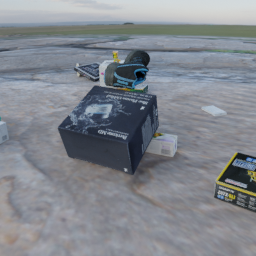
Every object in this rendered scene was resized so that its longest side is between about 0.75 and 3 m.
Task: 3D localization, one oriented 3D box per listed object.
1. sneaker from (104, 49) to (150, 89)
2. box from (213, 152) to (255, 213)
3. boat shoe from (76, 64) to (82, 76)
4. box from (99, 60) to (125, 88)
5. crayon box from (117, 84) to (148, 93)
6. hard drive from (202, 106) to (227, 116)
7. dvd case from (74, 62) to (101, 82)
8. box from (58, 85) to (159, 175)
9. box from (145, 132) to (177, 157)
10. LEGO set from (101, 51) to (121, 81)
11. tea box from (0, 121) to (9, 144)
[{"bbox_3d":[0.255,-1.923,9.579,1.098,0.981,2.680,20,38,19],"label":"sneaker"},{"bbox_3d":[3.569,1.471,7.001,2.290,0.565,1.829,16,27,32],"label":"box"},{"bbox_3d":[-3.258,-4.049,19.497,0.586,0.708,1.971,2,23,-15],"label":"boat shoe"},{"bbox_3d":[-0.519,-2.946,15.217,1.824,1.192,1.815,1,23,5],"label":"box"},{"bbox_3d":[0.135,-2.103,15.309,1.711,0.441,1.076,8,25,17],"label":"crayon box"},{"bbox_3d":[3.886,-0.778,12.670,0.649,0.131,0.983,-9,25,-19],"label":"hard drive"},{"bbox_3d":[-2.133,-3.781,18.715,1.813,0.298,2.412,32,34,22],"label":"dvd case"},{"bbox_3d":[-0.478,-0.048,8.537,2.232,1.333,2.270,12,45,21],"label":"box"},{"bbox_3d":[0.244,0.380,9.458,2.813,0.583,0.544,8,28,21],"label":"box"},{"bbox_3d":[-0.754,-2.517,12.163,0.643,1.729,0.795,-35,82,-30],"label":"LEGO set"},{"bbox_3d":[-4.934,0.214,9.670,1.037,0.705,1.054,11,26,24],"label":"tea box"}]
